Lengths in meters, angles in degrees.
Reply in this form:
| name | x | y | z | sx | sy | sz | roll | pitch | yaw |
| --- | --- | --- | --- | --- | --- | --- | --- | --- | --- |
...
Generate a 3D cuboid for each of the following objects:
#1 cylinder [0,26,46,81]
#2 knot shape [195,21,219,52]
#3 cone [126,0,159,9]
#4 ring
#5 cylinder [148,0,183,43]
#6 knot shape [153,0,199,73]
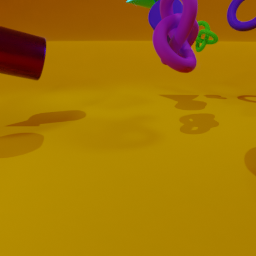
| name | x | y | z | sx | sy | sz | roll | pitch | yaw |
| --- | --- | --- | --- | --- | --- | --- | --- | --- | --- |
| cylinder | -2.903 | -1.960 | 7.476 | 1.183 | 1.183 | 1.183 | 8 | 14 | -27 |
| knot shape | 2.620 | -3.289 | 9.898 | 0.488 | 0.988 | 1.056 | -30 | 4 | -33 |
| cone | 0.510 | -4.291 | 9.052 | 1.496 | 1.491 | 1.491 | -1 | 14 | 40 |
| ring | 3.862 | -3.788 | 8.931 | 0.288 | 1.439 | 1.439 | 14 | 4 | -46 |
| cylinder | 1.253 | -3.123 | 8.301 | 1.028 | 1.028 | 1.028 | 11 | -8 | 28 |
| knot shape | 1.147 | -2.093 | 6.549 | 0.928 | 2.009 | 1.880 | 2 | 54 | 16 |
